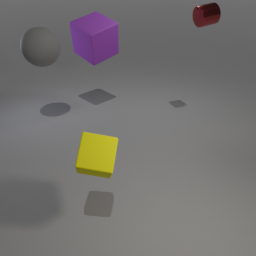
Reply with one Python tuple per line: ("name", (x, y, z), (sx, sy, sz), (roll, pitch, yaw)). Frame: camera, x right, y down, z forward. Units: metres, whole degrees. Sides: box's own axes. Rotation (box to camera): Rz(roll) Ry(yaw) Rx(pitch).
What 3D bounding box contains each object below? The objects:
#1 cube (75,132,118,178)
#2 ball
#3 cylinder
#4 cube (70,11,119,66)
("cube", (-0.613, 0.553, 5.533), (0.700, 0.700, 0.700), (10, 71, -4))
("ball", (-3.137, -2.920, 10.105), (1.400, 1.400, 1.400), (0, 29, 0))
("cylinder", (2.708, -3.908, 9.687), (0.700, 0.700, 0.700), (-17, 32, -12))
("cube", (-1.348, -3.681, 11.475), (1.400, 1.400, 1.400), (-35, 57, -28))
